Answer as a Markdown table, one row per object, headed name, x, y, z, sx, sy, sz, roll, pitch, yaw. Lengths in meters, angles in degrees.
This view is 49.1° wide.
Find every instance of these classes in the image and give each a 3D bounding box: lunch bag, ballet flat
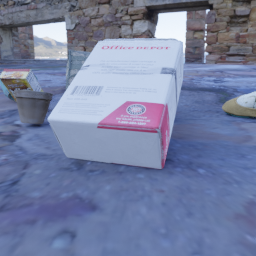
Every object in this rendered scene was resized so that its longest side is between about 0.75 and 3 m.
| name | x | y | z | sx | sy | sz | roll | pitch | yaw |
| --- | --- | --- | --- | --- | --- | --- | --- | --- | --- |
| lunch bag | -1.468 | -1.756 | 10.487 | 1.690 | 2.060 | 1.211 | 3 | -25 | -14 |
| ballet flat | 4.282 | -0.767 | 8.732 | 2.672 | 0.842 | 0.917 | 11 | 44 | 34 |

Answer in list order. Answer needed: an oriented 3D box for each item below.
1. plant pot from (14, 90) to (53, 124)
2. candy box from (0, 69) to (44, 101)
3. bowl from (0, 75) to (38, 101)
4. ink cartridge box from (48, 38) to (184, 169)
| name | x | y | z | sx | sy | sz | roll | pitch | yaw |
| --- | --- | --- | --- | --- | --- | --- | --- | --- | --- |
| plant pot | -2.704 | -0.590 | 7.994 | 1.045 | 0.906 | 1.045 | 4 | 4 | 0 |
| candy box | -3.423 | -1.235 | 9.434 | 0.966 | 1.674 | 0.463 | 2 | 56 | 13 |
| bowl | -4.529 | -1.657 | 11.633 | 1.540 | 0.805 | 1.540 | -10 | -26 | -5 |
| ink cartridge box | -0.028 | -0.689 | 5.924 | 2.084 | 1.213 | 2.862 | 5 | 47 | 17 |
